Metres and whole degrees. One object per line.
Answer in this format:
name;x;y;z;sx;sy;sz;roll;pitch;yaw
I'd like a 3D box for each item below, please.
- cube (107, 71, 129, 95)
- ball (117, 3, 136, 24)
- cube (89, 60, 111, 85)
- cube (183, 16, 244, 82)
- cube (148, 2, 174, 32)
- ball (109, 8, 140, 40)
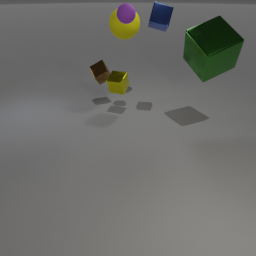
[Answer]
cube;-0.416;-1.949;12.007;0.700;0.700;0.700;11;53;20
ball;-0.064;-4.154;10.178;0.700;0.700;0.700;0;28;0
cube;-1.243;-2.561;12.903;0.700;0.700;0.700;-29;69;5
cube;2.935;-2.765;9.874;1.400;1.400;1.400;-26;62;-7
cube;1.144;-3.934;9.955;0.700;0.700;0.700;15;5;-2
ball;-0.156;-4.747;12.698;1.400;1.400;1.400;0;28;0
